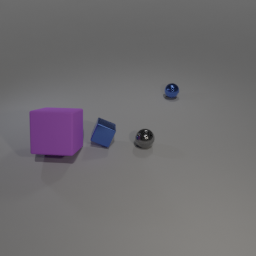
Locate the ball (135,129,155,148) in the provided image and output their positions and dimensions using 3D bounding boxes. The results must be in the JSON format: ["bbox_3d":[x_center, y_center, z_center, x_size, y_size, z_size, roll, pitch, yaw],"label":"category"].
[{"bbox_3d":[0.604,0.370,10.028,0.700,0.700,0.700,0,32,0],"label":"ball"}]

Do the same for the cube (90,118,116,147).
[{"bbox_3d":[-0.886,0.152,10.085,0.700,0.700,0.700,22,19,-11],"label":"cube"}]

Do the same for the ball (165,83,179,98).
[{"bbox_3d":[2.103,-1.794,13.424,0.700,0.700,0.700,0,32,0],"label":"ball"}]

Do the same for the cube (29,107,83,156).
[{"bbox_3d":[-2.356,0.073,9.443,1.400,1.400,1.400,2,9,4],"label":"cube"}]
